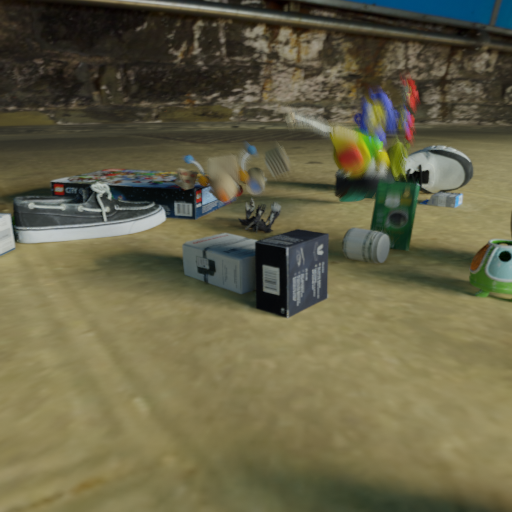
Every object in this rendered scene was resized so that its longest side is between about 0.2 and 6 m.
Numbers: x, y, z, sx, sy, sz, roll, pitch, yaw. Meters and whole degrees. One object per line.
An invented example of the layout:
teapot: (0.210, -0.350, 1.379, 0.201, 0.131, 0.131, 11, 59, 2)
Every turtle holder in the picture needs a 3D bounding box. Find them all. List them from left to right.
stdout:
turtle holder: (3.288, 0.181, 7.241, 0.986, 0.700, 0.749, 15, 22, 42)

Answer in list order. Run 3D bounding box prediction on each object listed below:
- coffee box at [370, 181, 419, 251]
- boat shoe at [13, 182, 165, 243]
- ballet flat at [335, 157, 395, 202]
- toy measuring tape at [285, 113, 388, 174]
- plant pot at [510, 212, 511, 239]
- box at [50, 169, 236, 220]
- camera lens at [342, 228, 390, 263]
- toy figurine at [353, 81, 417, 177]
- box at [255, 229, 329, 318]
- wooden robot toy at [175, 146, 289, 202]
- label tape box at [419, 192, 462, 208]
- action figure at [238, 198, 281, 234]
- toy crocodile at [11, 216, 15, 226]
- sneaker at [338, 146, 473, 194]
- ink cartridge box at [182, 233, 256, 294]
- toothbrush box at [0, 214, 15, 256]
coffee box: (2.307, -0.679, 9.412, 0.687, 1.117, 0.246, 8, 1, 27)
boat shoe: (-3.040, -0.891, 10.428, 2.770, 0.946, 1.023, -7, 18, -24)
ballet flat: (2.243, -1.653, 11.901, 1.033, 1.033, 2.828, -2, 4, -6)
toy measuring tape: (1.331, -1.862, 9.620, 1.901, 0.699, 0.699, 23, 23, 15)
plant pot: (4.275, -0.287, 7.846, 1.619, 1.619, 1.087, 18, 63, 46)
box: (-2.518, -1.504, 13.010, 3.542, 0.668, 2.419, 5, 17, 17)
camera lens: (1.699, -0.162, 8.747, 0.629, 0.503, 0.503, 11, 20, 36)
toy figurine: (2.228, -2.285, 10.021, 0.986, 1.646, 0.868, 11, 9, 24)
box: (0.450, 0.190, 6.905, 0.521, 0.872, 0.887, 12, 20, 39)
wooden robot toy: (-0.479, -1.334, 10.593, 2.288, 1.008, 1.038, -8, 45, 5)
label tape box: (4.347, -1.341, 13.171, 0.832, 0.275, 0.596, 12, 20, 31)
action figure: (0.090, -0.793, 10.752, 0.715, 0.614, 1.203, 14, 17, 9)
toy crocodile: (-3.877, -0.760, 10.900, 1.639, 0.506, 0.553, -6, 58, -24)
sneaker: (3.702, -2.027, 14.330, 3.457, 1.274, 1.383, 4, 30, 30)
ink cartridge box: (-0.330, 0.075, 7.933, 0.895, 0.507, 1.221, -16, 23, -42)
toothbrush box: (-4.844, -0.277, 8.876, 1.516, 0.646, 1.110, 2, 17, 8)
